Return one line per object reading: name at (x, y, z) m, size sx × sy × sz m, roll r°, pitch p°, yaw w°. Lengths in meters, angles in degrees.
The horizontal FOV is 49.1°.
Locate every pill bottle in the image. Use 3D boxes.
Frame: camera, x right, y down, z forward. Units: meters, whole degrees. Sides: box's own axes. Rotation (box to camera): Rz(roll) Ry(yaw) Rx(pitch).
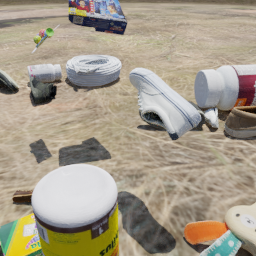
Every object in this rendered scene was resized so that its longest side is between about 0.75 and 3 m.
pill bottle at (4.023, -1.457, 10.101) m, size 2.938 × 1.610 × 1.610 m, roll -4°, pitch 30°, yaw -7°
pill bottle at (-0.693, 1.648, 4.139) m, size 1.126 × 2.060 × 1.126 m, roll 0°, pitch 29°, yaw 0°
pill bottle at (-3.781, -2.486, 12.755) m, size 1.413 × 0.801 × 0.801 m, roll -10°, pitch 31°, yaw -19°

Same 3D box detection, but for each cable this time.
cable at (-1.590, -2.768, 13.169) m, size 2.604 × 0.901 × 2.603 m, roll -16°, pitch 32°, yaw -27°

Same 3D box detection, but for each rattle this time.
rattle at (2.507, 1.517, 4.653) m, size 2.741 × 1.958 × 1.784 m, roll 10°, pitch 52°, yaw 4°

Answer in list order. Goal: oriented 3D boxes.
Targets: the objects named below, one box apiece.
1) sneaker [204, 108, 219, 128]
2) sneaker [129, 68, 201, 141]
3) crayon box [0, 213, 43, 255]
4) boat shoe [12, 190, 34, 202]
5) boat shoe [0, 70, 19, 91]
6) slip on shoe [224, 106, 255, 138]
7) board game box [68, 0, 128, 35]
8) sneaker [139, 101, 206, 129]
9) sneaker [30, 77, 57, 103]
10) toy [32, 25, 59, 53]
sneaker at (2.785, -0.313, 9.385) m, size 0.463 × 0.440 × 1.151 m, roll -4°, pitch 23°, yaw 16°
sneaker at (0.448, -0.493, 5.092) m, size 0.676 × 0.697 × 1.910 m, roll -39°, pitch 45°, yaw -4°
crayon box at (-1.543, 1.981, 5.207) m, size 1.475 × 0.430 × 0.876 m, roll -17°, pitch 34°, yaw -27°
boat shoe at (-2.173, 1.493, 6.240) m, size 0.774 × 0.272 × 0.272 m, roll 3°, pitch 33°, yaw 5°
boat shoe at (-5.726, -2.129, 12.308) m, size 2.642 × 0.949 × 0.893 m, roll 29°, pitch 75°, yaw 31°
slip on shoe at (4.465, -0.369, 8.925) m, size 2.866 × 0.868 × 1.089 m, roll -5°, pitch 30°, yaw -9°
board game box at (-0.791, -3.075, 7.024) m, size 1.411 × 0.435 × 1.410 m, roll 3°, pitch 60°, yaw -16°
sneaker at (1.427, -0.515, 9.432) m, size 2.150 × 0.804 × 1.142 m, roll 8°, pitch 24°, yaw -2°
sneaker at (-3.444, -1.584, 11.341) m, size 0.988 × 0.659 × 1.725 m, roll -11°, pitch 34°, yaw -23°
toy at (-2.203, -2.339, 7.174) m, size 1.146 × 0.271 × 0.660 m, roll 3°, pitch 53°, yaw 55°
